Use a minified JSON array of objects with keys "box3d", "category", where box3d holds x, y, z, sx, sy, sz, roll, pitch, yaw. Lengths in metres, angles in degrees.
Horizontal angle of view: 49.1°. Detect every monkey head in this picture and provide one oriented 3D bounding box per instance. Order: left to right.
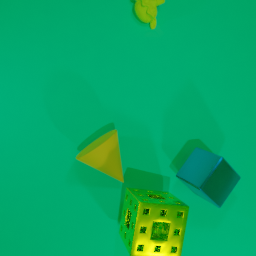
[{"box3d":[0.679,-3.807,8.832,0.884,0.740,1.228,-37,101,-12],"category":"monkey head"}]

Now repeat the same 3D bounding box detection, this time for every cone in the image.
[{"box3d":[-0.510,0.998,7.928,1.376,1.376,1.381,-35,99,-6],"category":"cone"}]

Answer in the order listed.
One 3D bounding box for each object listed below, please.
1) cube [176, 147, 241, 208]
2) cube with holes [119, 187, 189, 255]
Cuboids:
[{"box3d":[2.174,1.327,7.637,1.038,1.038,1.038,43,80,-28],"category":"cube"},{"box3d":[0.614,2.392,7.223,1.289,1.289,1.289,9,91,-14],"category":"cube with holes"}]
